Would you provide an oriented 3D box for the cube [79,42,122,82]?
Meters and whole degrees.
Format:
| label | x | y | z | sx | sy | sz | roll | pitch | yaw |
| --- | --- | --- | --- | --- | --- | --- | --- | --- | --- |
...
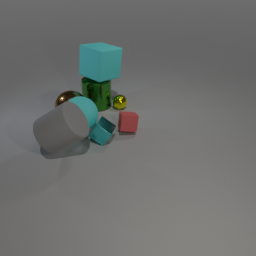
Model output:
| label | x | y | z | sx | sy | sz | roll | pitch | yaw |
| --- | --- | --- | --- | --- | --- | --- | --- | --- | --- |
| cube | -1.272 | -3.068 | 12.933 | 1.400 | 1.400 | 1.400 | 26 | 33 | 33 |

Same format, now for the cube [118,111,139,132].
| label | x | y | z | sx | sy | sz | roll | pitch | yaw |
| --- | --- | --- | --- | --- | --- | --- | --- | --- | --- |
| cube | -0.001 | -0.270 | 11.534 | 0.700 | 0.700 | 0.700 | 3 | 15 | -12 |

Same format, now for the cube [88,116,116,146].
| label | x | y | z | sx | sy | sz | roll | pitch | yaw |
| --- | --- | --- | --- | --- | --- | --- | --- | --- | --- |
| cube | -0.998 | 0.111 | 10.888 | 0.700 | 0.700 | 0.700 | 36 | 33 | -7 |

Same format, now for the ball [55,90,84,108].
| label | x | y | z | sx | sy | sz | roll | pitch | yaw |
| --- | --- | --- | --- | --- | --- | --- | --- | --- | --- |
| ball | -2.486 | -0.942 | 12.250 | 1.400 | 1.400 | 1.400 | 0 | 31 | 0 |

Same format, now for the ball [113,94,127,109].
| label | x | y | z | sx | sy | sz | roll | pitch | yaw |
| --- | --- | --- | --- | --- | --- | --- | --- | --- | --- |
| ball | -0.389 | -1.257 | 13.443 | 0.700 | 0.700 | 0.700 | 0 | 31 | 0 |

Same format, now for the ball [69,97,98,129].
| label | x | y | z | sx | sy | sz | roll | pitch | yaw |
| --- | --- | --- | --- | --- | --- | --- | --- | --- | --- |
| ball | -1.885 | -0.542 | 11.078 | 1.400 | 1.400 | 1.400 | 0 | 31 | 0 |

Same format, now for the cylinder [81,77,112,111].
| label | x | y | z | sx | sy | sz | roll | pitch | yaw |
| --- | --- | --- | --- | --- | --- | --- | --- | --- | --- |
| cylinder | -1.504 | -1.720 | 13.520 | 1.400 | 1.400 | 1.400 | 0 | 31 | 0 |

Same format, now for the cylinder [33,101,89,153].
| label | x | y | z | sx | sy | sz | roll | pitch | yaw |
| --- | --- | --- | --- | --- | --- | --- | --- | --- | --- |
| cylinder | -2.317 | -0.015 | 9.813 | 1.400 | 1.400 | 1.400 | -27 | 25 | 19 |
